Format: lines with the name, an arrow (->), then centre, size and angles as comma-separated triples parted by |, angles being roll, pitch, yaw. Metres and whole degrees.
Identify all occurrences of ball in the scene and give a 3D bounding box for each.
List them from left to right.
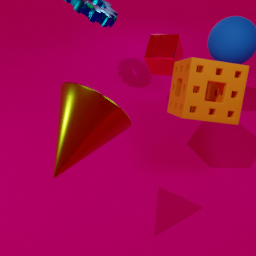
ball -> 2.862, -2.361, 7.669 | 1.313, 1.313, 1.313 | 0, 47, 0

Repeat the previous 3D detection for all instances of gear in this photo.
gear -> -1.151, -3.717, 8.280 | 1.857, 0.343, 1.857 | 30, 32, -20

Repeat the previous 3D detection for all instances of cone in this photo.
cone -> -0.720, 0.178, 3.874 | 1.151, 1.151, 1.155 | 22, 72, 19

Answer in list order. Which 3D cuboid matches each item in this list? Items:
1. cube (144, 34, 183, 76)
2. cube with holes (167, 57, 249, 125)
cube -> 1.073, -2.136, 8.237 | 0.866, 0.866, 0.866 | 7, 71, 23
cube with holes -> 1.738, -0.834, 6.373 | 1.245, 1.245, 1.245 | 6, 8, -8
